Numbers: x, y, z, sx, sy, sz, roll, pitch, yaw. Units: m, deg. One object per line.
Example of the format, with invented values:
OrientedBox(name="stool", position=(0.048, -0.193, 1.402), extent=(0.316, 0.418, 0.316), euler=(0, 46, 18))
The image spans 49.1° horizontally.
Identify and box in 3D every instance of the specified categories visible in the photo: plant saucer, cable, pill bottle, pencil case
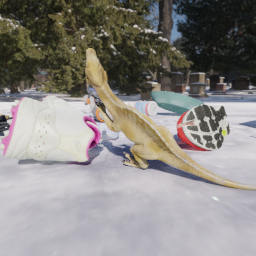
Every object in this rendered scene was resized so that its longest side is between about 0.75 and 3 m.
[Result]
OrientedBox(name="plant saucer", position=(2.492, -1.192, 14.376), extent=(2.915, 0.524, 2.915), euler=(15, -5, 1))
OrientedBox(name="cable", position=(-3.060, -0.037, 7.916), extent=(1.558, 0.485, 1.909), euler=(5, 6, -22))
OrientedBox(name="pill bottle", position=(0.760, -1.004, 14.428), extent=(1.435, 0.780, 0.780), euler=(5, 8, 41))
OrientedBox(name="pencil case", position=(-0.674, 0.042, 6.799), extent=(0.913, 0.414, 0.379), euler=(0, -22, 27))

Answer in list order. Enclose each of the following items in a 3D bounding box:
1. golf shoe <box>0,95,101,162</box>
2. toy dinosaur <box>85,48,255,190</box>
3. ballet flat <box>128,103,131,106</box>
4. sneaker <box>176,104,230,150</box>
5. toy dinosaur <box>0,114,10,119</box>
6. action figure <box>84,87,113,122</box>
OrientedBox(name="golf shoe", position=(-1.165, 0.066, 5.055), extent=(1.342, 1.104, 2.932), euler=(15, 8, -5))
OrientedBox(name="toy dinosaur", position=(0.319, 0.178, 3.548), extent=(2.671, 0.777, 1.350), euler=(39, -11, 6))
OrientedBox(name="ballet flat", position=(0.316, -1.137, 16.035), extent=(0.728, 0.673, 2.158), euler=(-4, 8, -32))
OrientedBox(name="sneaker", position=(1.496, 0.062, 6.042), extent=(1.019, 0.924, 2.400), euler=(-18, -6, 31))
OrientedBox(name="toy dinosaur", position=(-4.518, -0.352, 8.767), extent=(1.412, 0.813, 2.792), euler=(0, 6, -9))
OrientedBox(name="action figure", position=(-0.776, -0.651, 11.607), extent=(2.569, 1.344, 2.485), euler=(27, 7, -15))
